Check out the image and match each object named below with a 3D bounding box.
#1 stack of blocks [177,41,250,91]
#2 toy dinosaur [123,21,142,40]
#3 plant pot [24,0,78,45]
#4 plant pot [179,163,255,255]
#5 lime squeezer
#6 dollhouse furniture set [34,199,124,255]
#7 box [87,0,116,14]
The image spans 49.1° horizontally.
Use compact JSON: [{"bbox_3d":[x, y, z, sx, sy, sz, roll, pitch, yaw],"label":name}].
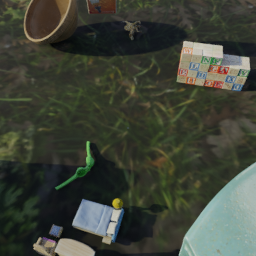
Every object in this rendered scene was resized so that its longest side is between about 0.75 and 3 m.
[{"bbox_3d":[2.694,-1.949,8.895,2.092,1.204,0.613,10,54,7],"label":"stack of blocks"},{"bbox_3d":[0.156,-3.995,10.984,0.656,0.378,1.297,-12,54,-7],"label":"toy dinosaur"},{"bbox_3d":[-2.614,-4.016,10.257,2.345,1.082,2.345,-8,74,30],"label":"plant pot"},{"bbox_3d":[2.587,2.284,4.745,2.996,2.941,2.933,-22,56,-9],"label":"plant pot"},{"bbox_3d":[-1.229,0.983,7.245,0.559,0.298,1.582,21,56,15],"label":"lime squeezer"},{"bbox_3d":[-0.996,2.003,5.987,1.511,1.045,1.601,15,54,11],"label":"dollhouse furniture set"},{"bbox_3d":[-0.814,-4.143,8.571,0.910,1.195,0.636,-3,75,-2],"label":"box"}]
